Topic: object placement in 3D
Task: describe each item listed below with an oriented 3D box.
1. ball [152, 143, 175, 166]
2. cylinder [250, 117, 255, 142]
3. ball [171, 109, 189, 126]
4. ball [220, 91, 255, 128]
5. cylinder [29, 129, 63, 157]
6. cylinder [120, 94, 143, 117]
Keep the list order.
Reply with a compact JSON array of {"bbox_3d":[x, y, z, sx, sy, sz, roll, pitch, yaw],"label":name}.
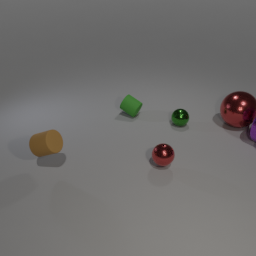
[{"bbox_3d":[1.074,0.816,8.556,0.700,0.700,0.700,0,30,0],"label":"ball"},{"bbox_3d":[5.120,0.074,9.388,1.400,1.400,1.400,-21,36,-32],"label":"cylinder"},{"bbox_3d":[2.048,-0.413,10.973,0.700,0.700,0.700,0,30,0],"label":"ball"},{"bbox_3d":[4.253,-0.708,10.717,1.400,1.400,1.400,0,30,0],"label":"ball"},{"bbox_3d":[-2.397,0.448,8.223,0.700,0.700,0.700,-14,22,27],"label":"cylinder"},{"bbox_3d":[0.131,-0.922,11.620,0.700,0.700,0.700,35,39,10],"label":"cylinder"}]
